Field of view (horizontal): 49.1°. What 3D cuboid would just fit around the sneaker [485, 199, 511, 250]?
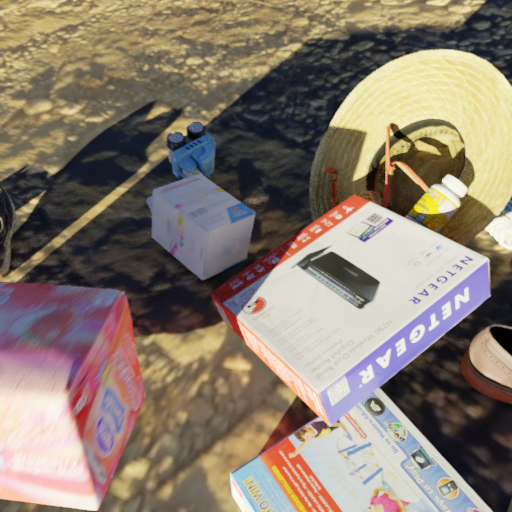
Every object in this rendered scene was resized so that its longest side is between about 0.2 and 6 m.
[{"bbox_3d":[3.757,-0.483,8.457,1.428,0.546,0.577,27,52,25],"label":"sneaker"}]

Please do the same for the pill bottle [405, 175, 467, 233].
[{"bbox_3d":[2.368,-0.648,7.334,0.797,0.449,0.449,-50,56,8],"label":"pill bottle"}]

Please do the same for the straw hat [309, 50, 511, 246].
[{"bbox_3d":[2.482,-1.232,8.390,1.396,3.298,3.298,14,28,-48],"label":"straw hat"}]

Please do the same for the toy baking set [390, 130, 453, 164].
[{"bbox_3d":[3.606,-1.981,10.015,3.505,0.408,2.690,-24,55,-18],"label":"toy baking set"}]

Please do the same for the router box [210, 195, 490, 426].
[{"bbox_3d":[1.084,0.459,6.841,2.525,0.617,2.267,-34,39,-17],"label":"router box"}]

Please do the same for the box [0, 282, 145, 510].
[{"bbox_3d":[-2.950,1.283,5.707,3.199,1.641,1.514,4,33,7],"label":"box"}]

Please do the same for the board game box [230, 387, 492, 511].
[{"bbox_3d":[1.059,2.549,5.578,1.926,0.550,1.967,-26,52,-22],"label":"board game box"}]

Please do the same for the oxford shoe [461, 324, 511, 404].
[{"bbox_3d":[3.720,1.418,6.400,2.491,0.904,0.887,12,48,11],"label":"oxford shoe"}]

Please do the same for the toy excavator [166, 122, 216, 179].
[{"bbox_3d":[-1.015,-1.439,9.351,1.318,0.677,1.356,-36,65,-28],"label":"toy excavator"}]

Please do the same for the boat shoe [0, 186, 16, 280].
[{"bbox_3d":[-3.920,-0.469,8.244,0.651,0.576,1.779,-11,59,-14],"label":"boat shoe"}]

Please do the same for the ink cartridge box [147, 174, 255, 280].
[{"bbox_3d":[-0.855,-0.491,8.142,0.896,0.873,1.394,-26,50,-37],"label":"ink cartridge box"}]
